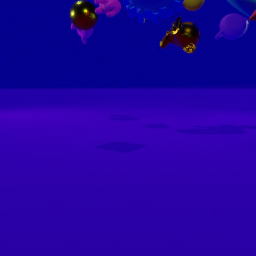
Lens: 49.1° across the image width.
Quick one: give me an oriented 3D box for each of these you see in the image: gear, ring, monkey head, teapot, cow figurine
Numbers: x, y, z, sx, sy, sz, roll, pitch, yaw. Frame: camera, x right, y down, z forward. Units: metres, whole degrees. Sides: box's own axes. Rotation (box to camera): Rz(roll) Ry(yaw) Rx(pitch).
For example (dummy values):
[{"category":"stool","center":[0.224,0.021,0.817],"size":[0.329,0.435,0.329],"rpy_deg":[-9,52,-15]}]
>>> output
[{"category":"gear","center":[0.761,-3.818,8.326],"size":[1.754,1.754,0.324],"rpy_deg":[1,-32,9]},{"category":"ring","center":[2.359,-2.538,5.320],"size":[1.492,1.492,0.298],"rpy_deg":[-5,-32,-28]},{"category":"monkey head","center":[1.675,-2.814,8.850],"size":[1.001,1.195,1.661],"rpy_deg":[35,35,-17]},{"category":"teapot","center":[3.675,-3.500,9.770],"size":[1.448,0.900,0.709],"rpy_deg":[-29,-18,-3]},{"category":"cow figurine","center":[-0.612,-4.180,9.382],"size":[1.157,0.635,1.139],"rpy_deg":[29,50,27]},{"category":"monkey head","center":[-1.955,-4.307,12.129],"size":[0.737,1.223,0.880],"rpy_deg":[35,30,26]}]

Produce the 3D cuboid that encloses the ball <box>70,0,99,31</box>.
[{"category":"ball","center":[-1.755,-4.504,11.214],"size":[1.144,1.144,1.144],"rpy_deg":[0,9,0]}]

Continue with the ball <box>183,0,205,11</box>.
[{"category":"ball","center":[2.130,-4.222,9.141],"size":[0.735,0.735,0.735],"rpy_deg":[0,9,0]}]

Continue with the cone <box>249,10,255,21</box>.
[{"category":"cone","center":[2.294,-1.864,4.210],"size":[1.063,1.059,1.059],"rpy_deg":[-27,10,0]}]
